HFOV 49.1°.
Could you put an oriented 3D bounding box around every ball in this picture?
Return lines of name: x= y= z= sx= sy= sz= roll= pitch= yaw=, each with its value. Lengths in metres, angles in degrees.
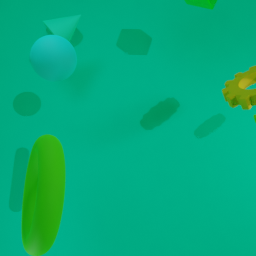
ball: x=-1.373 y=-1.279 z=5.182 sx=0.843 sy=0.843 sz=0.843 roll=0 pitch=77 yaw=0

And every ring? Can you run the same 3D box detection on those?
ring: x=-1.458 y=1.083 z=4.713 sx=0.393 sy=1.966 sz=1.966 roll=8 pitch=75 yaw=-25

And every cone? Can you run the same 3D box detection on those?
cone: x=-1.554 y=-2.648 z=7.229 sx=0.883 sy=0.880 sz=0.880 roll=-40 pitch=80 yaw=-2

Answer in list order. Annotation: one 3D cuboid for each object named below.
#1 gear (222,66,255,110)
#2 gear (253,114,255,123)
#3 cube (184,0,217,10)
gear: x=2.667 y=-0.881 z=5.718 sx=1.387 sy=1.387 sz=0.257 roll=-33 pitch=115 yaw=-7
gear: x=3.679 y=-0.333 z=6.818 sx=1.114 sy=1.114 sz=0.206 roll=-31 pitch=110 yaw=-7
cube: x=1.733 y=-3.366 z=6.554 sx=0.752 sy=0.752 sz=0.752 roll=29 pitch=97 yaw=31
